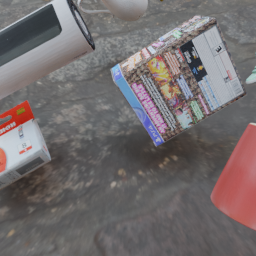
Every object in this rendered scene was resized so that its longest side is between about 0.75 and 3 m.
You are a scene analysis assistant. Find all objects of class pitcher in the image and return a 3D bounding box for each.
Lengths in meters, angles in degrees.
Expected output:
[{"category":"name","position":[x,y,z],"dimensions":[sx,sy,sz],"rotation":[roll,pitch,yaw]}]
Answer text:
[{"category":"pitcher","position":[-0.466,-3.943,8.658],"dimensions":[1.863,1.598,1.129],"rotation":[19,45,-35]}]

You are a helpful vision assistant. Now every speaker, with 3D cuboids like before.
[{"category":"speaker","position":[-2.076,-1.361,5.355],"dimensions":[2.753,1.118,1.118],"rotation":[-25,50,8]}]

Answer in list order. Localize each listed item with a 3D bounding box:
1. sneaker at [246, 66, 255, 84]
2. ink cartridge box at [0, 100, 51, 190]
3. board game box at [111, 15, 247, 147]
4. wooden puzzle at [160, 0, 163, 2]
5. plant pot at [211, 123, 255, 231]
[{"category":"sneaker","position":[2.514,-1.224,5.459],"dimensions":[0.761,0.280,0.449],"rotation":[-41,101,-1]},{"category":"ink cartridge box","position":[-2.815,0.285,6.169],"dimensions":[1.754,0.542,2.162],"rotation":[-30,54,-6]},{"category":"board game box","position":[1.075,-1.043,6.222],"dimensions":[2.291,1.827,1.110],"rotation":[-30,25,8]},{"category":"wooden puzzle","position":[0.658,-4.053,7.270],"dimensions":[1.521,1.026,0.178],"rotation":[39,60,-24]},{"category":"plant pot","position":[1.590,0.511,3.063],"dimensions":[1.106,0.979,1.106],"rotation":[14,8,-2]}]
